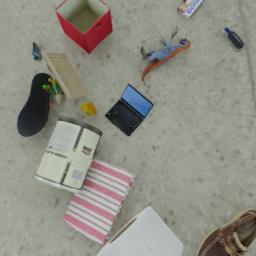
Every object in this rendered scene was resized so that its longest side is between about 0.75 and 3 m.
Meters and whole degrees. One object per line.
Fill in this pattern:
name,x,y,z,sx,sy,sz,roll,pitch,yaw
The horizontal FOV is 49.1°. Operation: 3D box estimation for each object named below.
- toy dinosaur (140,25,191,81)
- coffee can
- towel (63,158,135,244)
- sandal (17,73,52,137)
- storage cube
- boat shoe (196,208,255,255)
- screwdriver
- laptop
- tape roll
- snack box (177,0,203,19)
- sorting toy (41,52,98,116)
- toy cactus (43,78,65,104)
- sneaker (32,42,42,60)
toy dinosaur,1.539,-3.069,11.443,2.006,1.161,2.210,0,111,-9
coffee can,-2.066,0.942,9.905,1.675,1.675,2.289,19,78,4
towel,-1.034,2.513,9.995,1.897,0.388,2.592,19,77,28
sandal,-3.508,-0.869,10.943,1.052,0.631,2.800,9,63,-4
storage cube,-1.674,-4.234,11.099,1.755,1.577,1.500,41,81,9
boat shoe,3.581,3.858,9.599,2.940,1.058,1.061,-34,80,-7
screwdriver,3.916,-4.322,11.763,0.381,0.365,2.618,-45,78,23
laptop,0.026,-0.672,10.746,1.295,0.755,1.462,41,81,9
tape roll,0.380,3.887,8.954,2.332,2.332,1.601,-41,80,-8
snack box,2.885,-5.579,12.077,0.665,0.225,1.849,35,80,7
sorting toy,-2.090,-1.543,10.281,0.357,1.988,2.668,-29,95,15
toy cactus,-2.679,-1.458,10.984,1.199,0.613,0.990,-9,104,-36
sneaker,-3.826,-3.177,11.523,0.329,0.294,0.803,-19,78,-4
